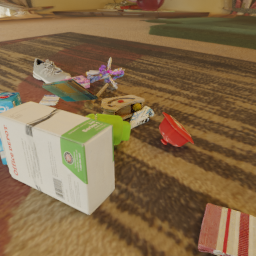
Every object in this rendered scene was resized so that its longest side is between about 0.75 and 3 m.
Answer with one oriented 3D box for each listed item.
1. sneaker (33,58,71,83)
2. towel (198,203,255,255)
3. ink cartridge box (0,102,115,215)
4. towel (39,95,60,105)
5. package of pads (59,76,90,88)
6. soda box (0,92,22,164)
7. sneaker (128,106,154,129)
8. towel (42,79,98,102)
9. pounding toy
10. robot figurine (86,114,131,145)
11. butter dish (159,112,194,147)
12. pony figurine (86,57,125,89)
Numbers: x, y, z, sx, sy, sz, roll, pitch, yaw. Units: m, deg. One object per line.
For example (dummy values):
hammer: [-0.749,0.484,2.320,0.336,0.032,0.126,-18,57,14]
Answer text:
sneaker: [-4.345,-3.161,15.517,2.896,1.187,1.082,18,34,30]
towel: [2.686,2.463,6.247,2.048,0.233,1.475,13,29,19]
ink cartridge box: [-1.900,0.674,7.496,2.925,2.136,1.233,17,33,27]
towel: [-3.699,-1.340,13.297,0.808,0.131,1.100,1,28,0]
package of pads: [-2.806,-2.310,14.639,1.440,0.545,0.868,-19,31,-31]
soda box: [-3.594,0.047,8.593,0.742,2.188,0.702,-1,29,-2]
sneaker: [0.512,-0.385,11.152,0.567,0.562,1.564,34,46,18]
towel: [-2.335,-1.482,11.267,1.982,1.453,0.215,1,67,41]
pounding toy: [-0.469,-1.013,11.374,2.412,1.384,1.379,-11,26,-19]
robot figurine: [-0.819,0.040,9.627,1.757,1.017,1.542,5,12,-14]
butter dish: [1.522,0.218,9.780,1.192,0.881,1.189,35,17,-31]
pony figurine: [-1.166,-2.889,14.928,1.988,1.656,1.919,-8,15,4]
